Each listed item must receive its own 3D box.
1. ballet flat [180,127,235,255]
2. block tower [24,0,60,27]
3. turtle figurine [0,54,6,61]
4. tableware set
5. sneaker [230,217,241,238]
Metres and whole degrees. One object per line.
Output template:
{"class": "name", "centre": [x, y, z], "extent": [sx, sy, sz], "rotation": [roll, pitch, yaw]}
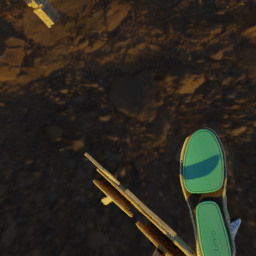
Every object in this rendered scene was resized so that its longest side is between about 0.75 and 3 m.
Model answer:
{"class": "ballet flat", "centre": [1.068, 0.950, 3.911], "extent": [0.636, 0.588, 1.885], "rotation": [-3, 76, 10]}
{"class": "block tower", "centre": [-2.063, -2.862, 6.430], "extent": [0.325, 1.123, 0.303], "rotation": [7, 63, 42]}
{"class": "turtle figurine", "centre": [-3.399, -1.945, 6.626], "extent": [0.604, 1.201, 0.899], "rotation": [-6, 103, 2]}
{"class": "tableware set", "centre": [0.102, 1.447, 4.508], "extent": [0.490, 1.617, 2.446], "rotation": [-46, 38, -11]}
{"class": "sneaker", "centre": [1.538, 1.701, 4.384], "extent": [0.890, 0.320, 0.323], "rotation": [-27, 81, -41]}
